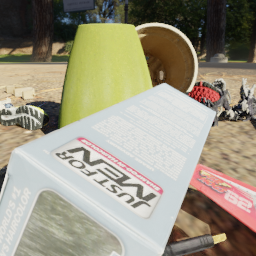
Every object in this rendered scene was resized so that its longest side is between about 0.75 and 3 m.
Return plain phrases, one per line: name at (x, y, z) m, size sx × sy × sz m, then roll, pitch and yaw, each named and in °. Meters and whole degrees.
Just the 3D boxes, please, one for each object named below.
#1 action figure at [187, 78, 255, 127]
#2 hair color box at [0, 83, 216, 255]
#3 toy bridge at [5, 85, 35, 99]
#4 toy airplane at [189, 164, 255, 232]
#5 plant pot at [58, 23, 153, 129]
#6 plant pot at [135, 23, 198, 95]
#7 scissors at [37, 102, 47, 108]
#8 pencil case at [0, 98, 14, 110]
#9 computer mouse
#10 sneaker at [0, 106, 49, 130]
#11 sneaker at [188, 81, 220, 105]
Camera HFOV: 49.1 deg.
action figure at (2.904, -0.768, 7.811) m, size 2.565 × 1.309 × 1.524 m, roll -10°, pitch 8°, yaw -27°
hair color box at (0.022, 0.495, 2.713) m, size 0.852 × 1.392 × 2.812 m, roll 32°, pitch 24°, yaw 11°
toy bridge at (-4.640, -1.615, 12.471) m, size 0.854 × 0.346 × 2.541 m, roll -12°, pitch 20°, yaw -38°
toy airplane at (1.394, 1.116, 2.615) m, size 2.254 × 0.415 × 2.254 m, roll 9°, pitch 22°, yaw -4°
plant pot at (-0.416, -0.883, 5.980) m, size 2.304 × 2.462 × 2.304 m, roll 0°, pitch 15°, yaw 0°
plant pot at (0.800, -2.065, 10.430) m, size 2.858 × 2.858 × 2.616 m, roll -1°, pitch 4°, yaw -4°
scissors at (-2.838, -0.536, 8.340) m, size 0.345 × 0.066 × 0.943 m, roll 18°, pitch 55°, yaw 40°
pencil case at (-3.752, -0.396, 7.660) m, size 0.540 × 0.621 × 1.389 m, roll 6°, pitch 18°, yaw 18°
computer mouse at (1.310, 1.268, 2.064) m, size 2.513 × 0.578 × 1.764 m, roll -8°, pitch 8°, yaw -21°
sneaker at (-2.681, -0.355, 7.531) m, size 1.601 × 0.626 × 0.723 m, roll 8°, pitch 15°, yaw 27°
sneaker at (2.699, -1.392, 10.702) m, size 1.084 × 0.900 × 2.269 m, roll -12°, pitch 20°, yaw -40°
